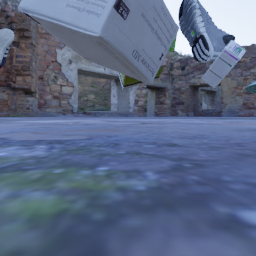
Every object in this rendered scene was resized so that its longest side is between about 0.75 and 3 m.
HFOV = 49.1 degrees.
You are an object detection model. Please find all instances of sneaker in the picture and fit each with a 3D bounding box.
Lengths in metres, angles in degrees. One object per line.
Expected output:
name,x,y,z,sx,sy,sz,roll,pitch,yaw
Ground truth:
sneaker,-3.066,-1.854,6.739,0.428,1.141,0.482,19,-25,-8
sneaker,2.888,-3.494,10.031,1.666,2.885,1.082,0,-24,-22

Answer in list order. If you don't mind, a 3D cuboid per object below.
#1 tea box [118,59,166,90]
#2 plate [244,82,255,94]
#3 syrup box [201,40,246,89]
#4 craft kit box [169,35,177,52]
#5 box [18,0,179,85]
tea box,0.272,-3.258,11.778,1.704,2.550,2.508,-16,-5,-5
plate,4.015,-1.157,7.355,1.777,0.227,1.777,2,-4,0
syrup box,2.928,-1.938,8.643,0.557,0.576,1.414,-48,-6,-34
craft kit box,1.720,-4.244,13.204,1.135,1.150,0.279,14,23,19
box,-0.533,-2.447,6.307,2.477,1.619,2.464,28,1,29
